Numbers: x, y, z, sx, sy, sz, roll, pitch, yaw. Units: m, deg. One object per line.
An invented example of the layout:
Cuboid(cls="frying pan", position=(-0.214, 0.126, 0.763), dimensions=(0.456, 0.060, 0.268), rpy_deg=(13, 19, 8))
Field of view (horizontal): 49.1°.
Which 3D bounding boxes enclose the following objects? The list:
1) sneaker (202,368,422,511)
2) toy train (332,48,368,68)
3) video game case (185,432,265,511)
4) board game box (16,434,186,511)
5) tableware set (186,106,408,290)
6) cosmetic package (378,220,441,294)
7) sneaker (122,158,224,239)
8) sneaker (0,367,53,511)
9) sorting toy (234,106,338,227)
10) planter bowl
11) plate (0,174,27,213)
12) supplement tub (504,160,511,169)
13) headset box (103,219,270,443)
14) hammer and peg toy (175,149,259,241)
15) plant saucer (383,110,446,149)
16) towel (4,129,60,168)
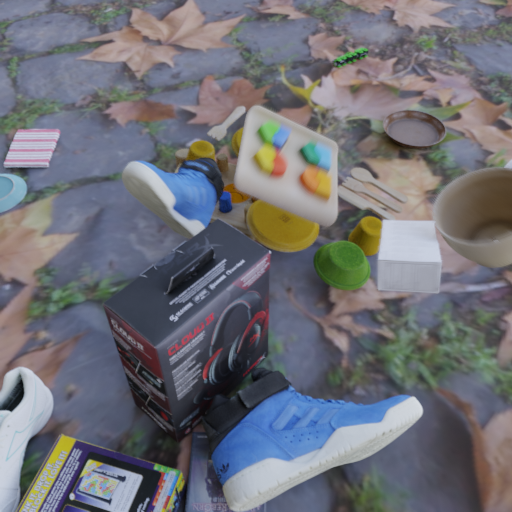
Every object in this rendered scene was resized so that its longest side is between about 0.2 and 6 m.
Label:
Cuboid(cls="sneaker", position=(0.801, 2.367, 8.655), dimensions=(3.311, 1.271, 1.842), rpy_deg=(-19, 58, -14))
Cuboid(cls="toy train", position=(2.903, -6.160, 17.367), dimensions=(1.358, 0.283, 0.383), rpy_deg=(-27, 43, -23))
Cuboid(cls="video game case", position=(-0.447, 3.474, 8.470), dimensions=(1.182, 0.157, 1.654), rpy_deg=(1, 46, 0))
Cuboid(cls="board game box", position=(-2.353, 3.937, 7.676), dimensions=(2.011, 0.690, 2.433), rpy_deg=(12, 48, 13))
Cuboid(cls="tableware set", position=(0.645, -1.265, 12.073), dimensions=(4.803, 0.737, 3.236), rpy_deg=(31, 53, 12))
Cuboid(cls="cosmetic package", position=(2.268, -0.039, 8.374), dimensions=(0.824, 0.506, 1.997), rpy_deg=(4, 20, 14))
Cuboid(cls="sneaker", position=(-1.271, -1.262, 9.340), dimensions=(0.887, 2.311, 1.286), rpy_deg=(20, 76, 28))
Cuboid(cls="sneaker", position=(-3.927, 2.921, 8.361), dimensions=(0.960, 1.094, 2.731), rpy_deg=(4, 49, 2))
Cuboid(cls="sorting toy", position=(0.657, -1.729, 10.232), dimensions=(1.987, 0.392, 2.147), rpy_deg=(22, 49, -15))
Cuboid(cls="planter bowl", position=(3.482, -0.447, 8.323), dimensions=(1.464, 0.985, 1.464), rpy_deg=(-19, 43, 19))
Cuboid(cls="plate", position=(-6.134, -1.502, 13.078), dimensions=(1.459, 0.186, 1.459), rpy_deg=(0, 48, 0))
Cuboid(cls="supplement tub", position=(6.135, -1.374, 12.316), dimensions=(1.115, 1.115, 1.533), rpy_deg=(-32, 55, -26))
Cuboid(cls="headset box", position=(-0.924, 1.099, 8.666), dimensions=(1.157, 3.084, 2.292), rpy_deg=(32, 54, 27))
Cuboid(cls="hammer and peg toy", position=(-0.821, -1.391, 12.487), dimensions=(2.613, 0.922, 1.922), rpy_deg=(17, 51, 16))
Cuboid(cls="plant saucer", position=(4.128, -3.281, 14.685), dimensions=(1.623, 0.260, 1.623), rpy_deg=(-1, 47, 1))
Cuboid(cls="towel", position=(-5.655, -2.714, 14.211), dimensions=(1.090, 0.223, 1.490), rpy_deg=(-1, 49, -1))
